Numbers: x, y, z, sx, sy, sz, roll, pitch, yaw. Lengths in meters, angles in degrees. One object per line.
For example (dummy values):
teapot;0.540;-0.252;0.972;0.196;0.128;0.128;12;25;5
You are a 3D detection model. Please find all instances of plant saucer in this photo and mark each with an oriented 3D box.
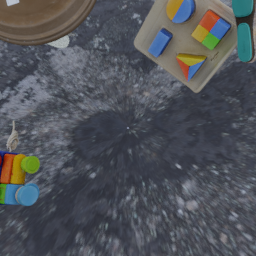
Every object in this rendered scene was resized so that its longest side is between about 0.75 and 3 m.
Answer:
plant saucer;-1.628;-2.555;4.658;2.369;0.349;2.369;0;84;4

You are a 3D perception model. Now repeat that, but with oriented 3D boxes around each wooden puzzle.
wooden puzzle;1.256;-2.053;6.292;2.104;1.949;0.487;40;40;8

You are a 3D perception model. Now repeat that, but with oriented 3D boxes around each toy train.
toy train;-1.961;0.600;5.053;0.918;0.672;1.587;-4;77;35

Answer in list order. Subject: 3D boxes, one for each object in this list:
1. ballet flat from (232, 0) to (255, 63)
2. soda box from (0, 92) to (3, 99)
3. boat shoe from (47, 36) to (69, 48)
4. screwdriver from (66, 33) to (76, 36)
ballet flat;2.330;-2.112;5.287;0.572;1.702;0.579;-22;28;-19
soda box;-3.610;-1.614;5.268;0.928;2.925;0.998;3;36;26
boat shoe;-2.274;-2.564;7.186;1.689;0.522;0.615;28;84;-10
screwdriver;-2.536;-2.372;6.856;2.977;0.415;0.433;20;89;22
